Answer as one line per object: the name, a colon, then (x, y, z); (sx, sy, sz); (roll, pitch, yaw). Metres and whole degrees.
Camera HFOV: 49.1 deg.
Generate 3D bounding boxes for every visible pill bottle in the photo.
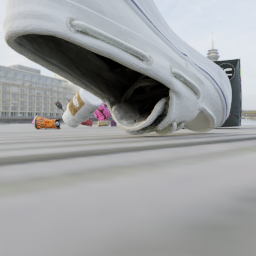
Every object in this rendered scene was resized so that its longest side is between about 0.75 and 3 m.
pill bottle: (-1.350, -0.588, 8.134); (0.736, 0.736, 1.288); (-1, -31, -46)

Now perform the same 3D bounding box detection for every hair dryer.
hair dryer: (-1.982, -0.642, 10.928); (0.436, 1.606, 1.223); (-45, 0, 23)

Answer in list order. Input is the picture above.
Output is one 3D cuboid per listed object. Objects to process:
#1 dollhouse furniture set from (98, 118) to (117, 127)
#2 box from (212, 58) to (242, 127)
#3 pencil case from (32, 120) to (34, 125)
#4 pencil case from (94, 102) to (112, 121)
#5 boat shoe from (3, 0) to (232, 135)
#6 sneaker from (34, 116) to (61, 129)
dollhouse furniture set: (-0.879, -0.310, 12.419); (0.878, 0.696, 0.624); (-3, -15, 6)
box: (1.702, -0.809, 7.629); (2.604, 1.619, 1.934); (0, 1, 22)
pencil case: (-4.222, -0.269, 13.081); (0.466, 0.452, 0.996); (-26, 9, -22)
pencil case: (-0.467, -0.938, 9.960); (0.880, 0.852, 1.878); (-14, 18, 46)
boat shoe: (0.213, -0.399, 2.717); (1.062, 0.969, 2.950); (-3, -22, 34)
sneaker: (-1.754, -0.123, 6.228); (0.448, 0.310, 0.800); (-1, 1, 8)
